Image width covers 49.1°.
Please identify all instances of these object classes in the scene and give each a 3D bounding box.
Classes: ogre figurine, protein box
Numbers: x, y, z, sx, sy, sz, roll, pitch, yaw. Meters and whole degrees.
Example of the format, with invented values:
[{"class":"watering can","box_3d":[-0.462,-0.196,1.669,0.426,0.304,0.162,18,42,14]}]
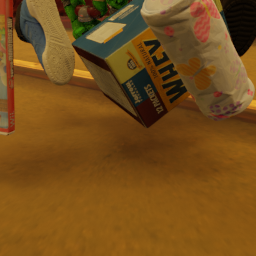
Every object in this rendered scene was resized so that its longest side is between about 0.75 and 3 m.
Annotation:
[{"class":"ogre figurine","box_3d":[-1.083,-3.365,8.487,2.952,1.770,1.448,12,39,22]},{"class":"protein box","box_3d":[0.465,-1.801,6.500,2.571,1.747,2.590,-37,32,-7]}]

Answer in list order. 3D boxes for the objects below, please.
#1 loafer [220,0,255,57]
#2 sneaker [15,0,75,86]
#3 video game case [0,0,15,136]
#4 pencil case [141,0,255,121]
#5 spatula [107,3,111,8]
[{"class":"loafer","box_3d":[2.691,-3.089,6.840,1.031,2.823,1.007,6,26,5]},{"class":"sneaker","box_3d":[-2.261,-2.295,7.499,0.921,2.399,1.335,-28,20,-35]},{"class":"video game case","box_3d":[-2.799,-1.347,4.618,1.965,2.748,0.240,9,17,11]},{"class":"pencil case","box_3d":[1.230,-1.262,4.615,1.044,2.511,1.139,-8,46,39]},{"class":"spatula","box_3d":[0.082,-3.865,8.245,0.159,1.373,1.975,27,25,-45]}]
